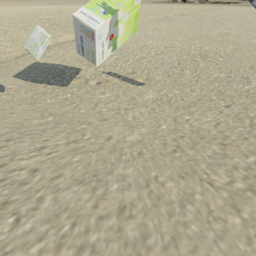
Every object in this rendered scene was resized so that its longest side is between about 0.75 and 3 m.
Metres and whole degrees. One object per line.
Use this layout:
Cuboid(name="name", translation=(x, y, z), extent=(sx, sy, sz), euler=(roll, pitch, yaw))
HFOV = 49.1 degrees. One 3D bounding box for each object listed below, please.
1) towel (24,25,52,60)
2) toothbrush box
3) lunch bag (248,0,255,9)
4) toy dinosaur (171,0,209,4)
Cuboid(name="towel", translation=(-2.551, -2.404, 7.897), extent=(0.685, 0.800, 0.193), euler=(42, 15, 21))
Cuboid(name="toothbrush box", translation=(-0.634, -3.327, 8.954), extent=(0.954, 1.614, 2.217), euler=(37, 65, 14))
Cuboid(name="lunch bag", translation=(3.720, -3.321, 7.049), extent=(0.471, 1.000, 1.248), euler=(-9, 60, -44))
Cuboid(name="toy dinosaur", translation=(1.264, -3.481, 6.663), extent=(1.762, 0.901, 0.678), euler=(28, 53, -8))
